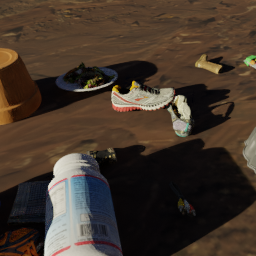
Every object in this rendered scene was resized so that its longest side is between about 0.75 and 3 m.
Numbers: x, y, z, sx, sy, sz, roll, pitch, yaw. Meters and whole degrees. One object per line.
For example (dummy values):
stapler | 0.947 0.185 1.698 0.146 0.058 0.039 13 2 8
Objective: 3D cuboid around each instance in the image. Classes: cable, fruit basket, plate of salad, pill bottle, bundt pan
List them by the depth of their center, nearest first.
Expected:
pill bottle | -1.027 1.857 6.052 1.469 1.469 2.702 -7 39 -9
cable | 1.401 1.769 7.052 0.576 0.298 1.186 24 27 -18
bundt pan | 4.855 0.578 8.002 2.806 1.053 2.806 -1 39 1
plate of salad | -1.710 -2.182 11.590 2.582 0.620 2.582 -3 31 2
fruit basket | 5.940 -2.999 13.067 0.805 0.407 0.869 -27 61 -29

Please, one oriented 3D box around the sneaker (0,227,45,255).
sneaker | -2.006 2.708 5.536 2.075 0.805 1.162 31 49 33

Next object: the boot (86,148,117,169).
boot | -0.718 0.977 8.040 0.817 0.397 1.085 -11 35 -14

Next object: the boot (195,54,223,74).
boot | 3.845 -2.948 12.948 1.153 0.381 1.010 26 58 30

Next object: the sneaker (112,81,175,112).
sneaker | 0.508 -1.171 9.929 2.319 0.953 0.903 -5 31 10

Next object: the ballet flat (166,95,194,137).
ballet flat | 1.834 -0.671 9.750 0.825 0.825 2.294 -3 38 -3

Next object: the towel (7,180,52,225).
towel | -2.294 1.835 7.085 1.236 0.222 1.283 -3 40 -3

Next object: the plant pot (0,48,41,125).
plant pot | -4.651 -1.625 10.077 2.687 1.881 2.687 1 40 -1
